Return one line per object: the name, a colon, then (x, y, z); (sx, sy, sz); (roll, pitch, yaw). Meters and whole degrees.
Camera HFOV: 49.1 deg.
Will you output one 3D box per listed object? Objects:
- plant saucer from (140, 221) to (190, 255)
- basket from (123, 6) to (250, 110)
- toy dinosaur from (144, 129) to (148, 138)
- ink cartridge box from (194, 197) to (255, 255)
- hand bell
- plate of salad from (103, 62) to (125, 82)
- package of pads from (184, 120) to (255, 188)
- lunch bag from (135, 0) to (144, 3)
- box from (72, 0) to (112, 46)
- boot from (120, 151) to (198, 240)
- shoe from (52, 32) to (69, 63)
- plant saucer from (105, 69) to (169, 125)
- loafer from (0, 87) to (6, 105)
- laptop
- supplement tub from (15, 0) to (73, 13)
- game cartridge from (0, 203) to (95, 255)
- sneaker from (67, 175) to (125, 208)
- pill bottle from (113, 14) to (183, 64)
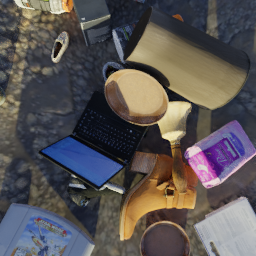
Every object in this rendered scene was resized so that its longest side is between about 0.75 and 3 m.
plant saucer: (1.166, 3.728, 8.865); (1.578, 0.272, 1.578); (0, 82, 1)
basket: (1.478, -2.000, 8.019); (2.878, 2.595, 1.957); (24, 95, -16)
toy dinosaur: (0.183, -0.058, 9.231); (0.903, 0.679, 1.330); (19, 104, 18)
ink cartridge box: (3.305, 3.448, 8.834); (1.922, 0.416, 1.887); (-26, 83, -1)
hand bell: (1.454, 0.657, 8.511); (1.375, 1.375, 2.640); (-5, 73, -1)
plate of salad: (-0.175, -1.534, 9.067); (0.362, 1.505, 1.505); (-31, 81, 38)
package of pads: (2.893, 0.748, 8.627); (2.156, 0.816, 1.299); (-26, 79, -31)
lunch bag: (0.233, -5.273, 9.795); (1.164, 0.873, 1.373); (17, 93, 4)
box: (-1.230, -3.869, 9.220); (1.004, 1.592, 1.619); (-18, 83, -2)
boot: (0.951, 2.253, 8.705); (2.209, 1.052, 2.855); (15, 85, -2)
shoe: (-2.351, -2.837, 9.728); (0.409, 0.312, 1.170); (17, 83, 2)
plant saucer: (0.268, -0.917, 8.050); (1.933, 1.933, 0.354); (26, 49, 3)
loafer: (-5.365, -0.759, 9.154); (2.541, 0.885, 0.956); (-29, 83, -4)
laptop: (-0.939, 0.191, 8.486); (2.314, 1.349, 2.611); (26, 85, 21)
supplement tub: (-2.845, -4.579, 9.562); (1.823, 1.117, 1.117); (12, 82, 2)
game cartridge: (-2.638, 3.611, 8.647); (2.933, 0.609, 1.953); (25, 82, 1)
sneaker: (-1.050, 2.111, 8.939); (1.815, 0.663, 1.015); (16, 86, 10)
pill bottle: (0.722, -3.032, 9.297); (2.260, 1.201, 1.201); (-19, 83, -3)
